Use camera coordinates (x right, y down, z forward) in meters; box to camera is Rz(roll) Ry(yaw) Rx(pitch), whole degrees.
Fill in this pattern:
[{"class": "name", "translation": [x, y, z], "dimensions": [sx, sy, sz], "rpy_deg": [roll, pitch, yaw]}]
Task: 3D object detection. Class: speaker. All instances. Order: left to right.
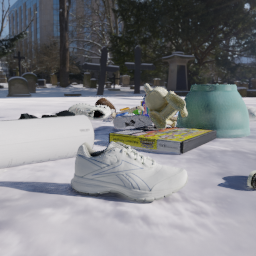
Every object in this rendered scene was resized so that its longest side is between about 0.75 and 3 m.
[{"class": "speaker", "translation": [-2.066, 0.279, 6.229], "dimensions": [2.494, 1.013, 1.013], "rpy_deg": [-6, 10, -35]}]

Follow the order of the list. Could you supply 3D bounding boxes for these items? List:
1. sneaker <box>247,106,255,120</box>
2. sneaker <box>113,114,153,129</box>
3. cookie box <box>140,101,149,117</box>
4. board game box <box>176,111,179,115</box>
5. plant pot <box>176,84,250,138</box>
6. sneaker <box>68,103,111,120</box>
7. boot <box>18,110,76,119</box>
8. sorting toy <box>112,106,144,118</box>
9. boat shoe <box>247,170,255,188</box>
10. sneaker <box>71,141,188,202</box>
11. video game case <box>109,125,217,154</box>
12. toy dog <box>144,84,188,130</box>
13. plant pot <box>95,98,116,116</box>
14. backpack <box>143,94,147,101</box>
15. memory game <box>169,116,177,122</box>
[{"class": "sneaker", "translation": [7.061, -0.713, 14.116], "dimensions": [2.439, 0.918, 1.079], "rpy_deg": [-10, 20, -15]}, {"class": "sneaker", "translation": [0.293, -0.304, 11.467], "dimensions": [1.661, 0.624, 0.955], "rpy_deg": [0, 10, 22]}, {"class": "cookie box", "translation": [1.263, -1.065, 15.674], "dimensions": [1.105, 0.945, 0.415], "rpy_deg": [2, 5, 19]}, {"class": "board game box", "translation": [2.515, -0.967, 17.245], "dimensions": [1.164, 0.282, 1.539], "rpy_deg": [6, 10, 35]}, {"class": "plant pot", "translation": [3.119, -0.726, 10.362], "dimensions": [2.690, 1.802, 2.690], "rpy_deg": [0, 9, 0]}, {"class": "sneaker", "translation": [-2.105, -0.818, 14.641], "dimensions": [2.308, 0.867, 0.936], "rpy_deg": [0, 17, 7]}, {"class": "boot", "translation": [-2.531, -0.134, 9.320], "dimensions": [1.955, 0.888, 2.326], "rpy_deg": [-8, 5, -26]}, {"class": "sorting toy", "translation": [0.018, -0.774, 14.802], "dimensions": [1.666, 0.403, 2.958], "rpy_deg": [-13, 10, 2]}, {"class": "boat shoe", "translation": [2.403, 0.826, 4.866], "dimensions": [0.927, 0.330, 0.279], "rpy_deg": [-17, 20, -41]}, {"class": "sneaker", "translation": [-0.013, 0.641, 4.368], "dimensions": [1.879, 0.818, 0.700], "rpy_deg": [2, 8, 9]}, {"class": "video game case", "translation": [1.135, 0.265, 8.619], "dimensions": [2.384, 0.336, 2.638], "rpy_deg": [5, 9, 34]}, {"class": "toy dog", "translation": [1.184, -0.743, 9.391], "dimensions": [1.643, 1.183, 1.695], "rpy_deg": [38, 14, 13]}, {"class": "plant pot", "translation": [-1.227, -1.127, 16.413], "dimensions": [1.052, 1.052, 1.126], "rpy_deg": [-7, 24, -39]}, {"class": "backpack", "translation": [1.641, -1.599, 18.205], "dimensions": [1.047, 1.303, 1.424], "rpy_deg": [-19, -14, 31]}, {"class": "memory game", "translation": [3.125, -0.446, 14.204], "dimensions": [2.143, 0.137, 2.143], "rpy_deg": [0, 9, 0]}]
